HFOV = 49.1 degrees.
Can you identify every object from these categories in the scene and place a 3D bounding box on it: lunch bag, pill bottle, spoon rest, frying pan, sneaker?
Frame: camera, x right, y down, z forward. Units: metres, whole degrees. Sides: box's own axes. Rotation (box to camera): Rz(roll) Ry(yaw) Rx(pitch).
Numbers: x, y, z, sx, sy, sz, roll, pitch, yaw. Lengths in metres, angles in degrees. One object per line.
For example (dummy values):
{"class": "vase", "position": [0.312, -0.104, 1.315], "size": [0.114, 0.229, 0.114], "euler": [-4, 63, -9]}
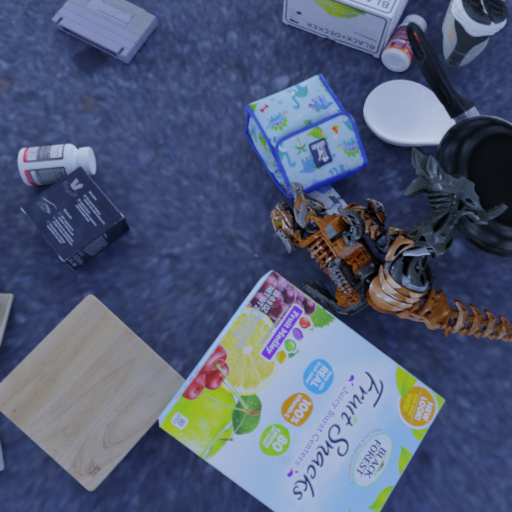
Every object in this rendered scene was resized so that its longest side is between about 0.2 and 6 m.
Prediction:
{"class": "lunch bag", "position": [0.763, -1.788, 8.718], "size": [1.392, 1.043, 1.637], "euler": [-25, 74, -9]}
{"class": "pill bottle", "position": [2.560, -3.662, 9.630], "size": [0.497, 0.497, 0.907], "euler": [28, 74, 8]}
{"class": "pill bottle", "position": [-3.131, -1.452, 8.864], "size": [1.069, 0.592, 0.592], "euler": [-5, 72, -1]}
{"class": "spoon rest", "position": [2.865, -1.965, 8.952], "size": [2.480, 0.752, 1.232], "euler": [37, 74, 10]}
{"class": "frying pan", "position": [3.048, -1.529, 8.193], "size": [0.564, 2.095, 3.463], "euler": [-23, 66, -21]}
{"class": "sneaker", "position": [3.574, -4.083, 9.341], "size": [0.978, 1.049, 2.647], "euler": [27, 49, 4]}

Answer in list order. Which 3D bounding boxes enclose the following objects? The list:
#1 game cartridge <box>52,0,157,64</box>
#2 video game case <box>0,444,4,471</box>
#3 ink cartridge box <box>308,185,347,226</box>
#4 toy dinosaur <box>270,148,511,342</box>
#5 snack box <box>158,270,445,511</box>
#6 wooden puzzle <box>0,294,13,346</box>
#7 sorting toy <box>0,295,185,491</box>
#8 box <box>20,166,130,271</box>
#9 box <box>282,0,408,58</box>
{"class": "game cartridge", "position": [-2.657, -4.139, 9.912], "size": [1.584, 0.304, 1.027], "euler": [29, 70, 9]}
{"class": "video game case", "position": [-4.386, 2.407, 7.846], "size": [1.449, 0.176, 1.592], "euler": [-16, 73, -5]}
{"class": "ink cartridge box", "position": [1.103, -0.711, 8.775], "size": [0.551, 0.323, 0.753], "euler": [-36, 76, -11]}
{"class": "toy dinosaur", "position": [2.065, -0.047, 7.905], "size": [3.676, 1.878, 2.495], "euler": [30, 102, -10]}
{"class": "snack box", "position": [0.583, 2.007, 7.308], "size": [2.862, 0.968, 2.413], "euler": [37, 75, -3]}
{"class": "wooden puzzle", "position": [-4.313, 1.044, 8.124], "size": [1.306, 0.302, 1.210], "euler": [2, 63, 2]}
{"class": "sorting toy", "position": [-2.220, 1.809, 7.633], "size": [1.813, 0.635, 1.824], "euler": [43, 77, -2]}
{"class": "box", "position": [-2.716, -0.556, 8.527], "size": [1.108, 0.651, 1.090], "euler": [-39, 79, -12]}
{"class": "box", "position": [2.000, -5.381, 9.908], "size": [1.956, 1.008, 3.353], "euler": [25, 74, 8]}
